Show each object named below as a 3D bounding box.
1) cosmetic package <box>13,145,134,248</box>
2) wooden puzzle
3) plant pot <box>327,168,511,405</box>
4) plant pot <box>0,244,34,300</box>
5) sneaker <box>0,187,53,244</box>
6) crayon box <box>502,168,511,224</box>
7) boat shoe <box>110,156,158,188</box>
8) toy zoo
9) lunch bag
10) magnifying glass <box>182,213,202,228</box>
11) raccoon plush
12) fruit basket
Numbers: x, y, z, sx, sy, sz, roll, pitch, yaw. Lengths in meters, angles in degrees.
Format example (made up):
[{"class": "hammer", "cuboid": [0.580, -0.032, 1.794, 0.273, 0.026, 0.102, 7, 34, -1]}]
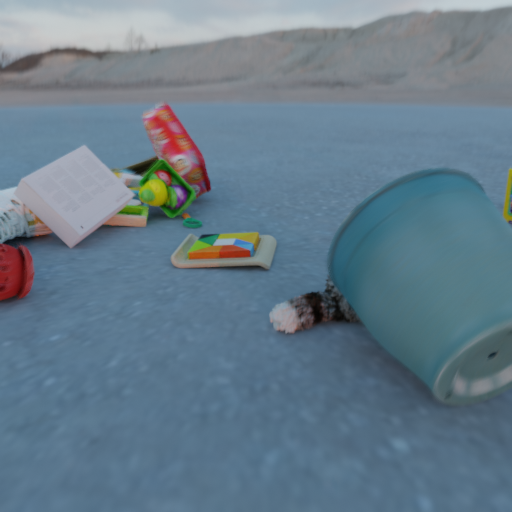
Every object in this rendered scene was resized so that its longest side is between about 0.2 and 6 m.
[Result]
[{"class": "cosmetic package", "cuboid": [-3.357, -1.160, 10.555, 1.399, 0.480, 1.856, 44, 36, -5]}, {"class": "wooden puzzle", "cuboid": [-0.508, -0.145, 9.621, 1.624, 0.302, 1.502, 2, 19, 7]}, {"class": "plant pot", "cuboid": [1.927, 0.417, 5.637, 1.905, 1.905, 1.790, -6, 44, -17]}, {"class": "plant pot", "cuboid": [-3.540, 0.217, 7.744, 0.751, 0.825, 0.825, 0, 15, -38]}, {"class": "sneaker", "cuboid": [-4.436, -0.674, 9.793, 1.888, 1.204, 3.268, -12, 21, -23]}, {"class": "crayon box", "cuboid": [5.529, -1.088, 11.082, 0.382, 1.131, 1.311, -6, 20, -17]}, {"class": "boat shoe", "cuboid": [-3.097, -1.930, 13.727, 1.056, 0.911, 2.895, 22, 28, 33]}, {"class": "toy zoo", "cuboid": [-3.005, -1.308, 12.099, 1.434, 0.224, 2.186, 3, 33, -8]}, {"class": "lunch bag", "cuboid": [-1.898, -2.468, 13.054, 0.862, 1.853, 2.103, -29, 65, -8]}, {"class": "magnifying glass", "cuboid": [-1.383, -0.731, 11.641, 0.384, 0.108, 0.965, -1, 19, -19]}, {"class": "raccoon plush", "cuboid": [1.351, 0.044, 7.054, 2.387, 1.600, 1.155, -14, 24, -36]}, {"class": "fruit basket", "cuboid": [-1.957, -1.398, 11.794, 1.240, 0.894, 1.240, 44, 5, -5]}]
